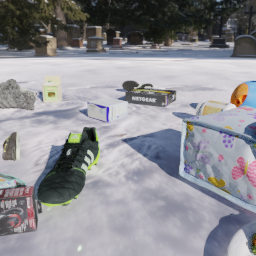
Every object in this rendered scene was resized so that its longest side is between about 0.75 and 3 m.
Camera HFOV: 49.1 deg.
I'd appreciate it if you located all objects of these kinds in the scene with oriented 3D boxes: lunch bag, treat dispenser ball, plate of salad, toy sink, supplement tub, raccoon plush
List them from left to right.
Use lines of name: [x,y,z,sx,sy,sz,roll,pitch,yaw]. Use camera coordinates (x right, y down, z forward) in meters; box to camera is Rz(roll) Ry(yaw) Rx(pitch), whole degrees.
lunch bag: [-2.376,1.049,5.026,0.721,0.516,0.846,9,15,22]
raccoon plush: [-4.848,-0.956,11.356,2.351,1.137,1.575,-41,50,-18]
toy sink: [-3.512,-1.800,12.937,0.760,1.166,0.653,0,17,-2]
supplement tub: [2.914,-0.471,9.284,0.832,0.832,1.150,-14,22,-37]
treat dispenser ball: [4.372,-0.965,9.914,1.434,1.434,1.434,0,18,0]
lunch bag: [2.546,0.452,5.137,2.096,1.571,2.472,-11,22,-34]
plate of salad: [2.394,1.606,3.076,2.488,0.598,2.488,0,17,0]

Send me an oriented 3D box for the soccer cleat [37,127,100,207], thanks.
soccer cleat: [-1.113,0.647,5.510,0.811,0.973,2.401,3,18,9]

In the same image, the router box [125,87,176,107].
router box: [1.072,-1.453,12.903,1.965,0.513,1.545,9,19,25]

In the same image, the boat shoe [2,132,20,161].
boat shoe: [-2.937,0.424,7.048,0.401,0.475,1.333,-3,20,-22]

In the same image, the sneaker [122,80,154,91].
sneaker: [0.482,-2.261,15.558,1.724,0.651,0.992,5,8,-8]

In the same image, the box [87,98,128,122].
box: [-0.746,-0.694,10.376,1.044,0.596,1.135,16,23,40]

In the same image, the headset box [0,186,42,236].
headset box: [-1.732,1.246,4.195,0.847,0.629,0.318,-5,17,-11]
